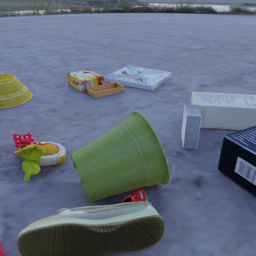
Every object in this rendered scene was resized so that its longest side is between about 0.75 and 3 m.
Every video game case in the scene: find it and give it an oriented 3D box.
[{"bbox_3d":[0.608,-2.854,15.617,2.868,0.316,2.614,15,32,25],"label":"video game case"}]

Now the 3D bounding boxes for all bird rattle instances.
[{"bbox_3d":[-2.696,0.797,8.533,1.557,1.076,1.909,1,12,-22],"label":"bird rattle"}]

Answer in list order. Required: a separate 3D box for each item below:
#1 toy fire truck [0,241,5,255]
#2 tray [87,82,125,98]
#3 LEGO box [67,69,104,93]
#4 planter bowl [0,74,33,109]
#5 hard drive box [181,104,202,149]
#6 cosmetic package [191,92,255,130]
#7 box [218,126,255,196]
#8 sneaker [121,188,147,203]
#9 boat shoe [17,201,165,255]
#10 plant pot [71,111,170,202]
[{"bbox_3d":[-2.851,3.046,4.277,1.893,0.654,2.684,-10,30,-18],"label":"toy fire truck"},{"bbox_3d":[-1.097,-1.879,13.834,1.687,0.312,0.832,-16,32,-29],"label":"tray"},{"bbox_3d":[-2.194,-2.460,14.543,1.237,0.641,1.661,-21,34,-33],"label":"LEGO box"},{"bbox_3d":[-5.817,-1.852,12.992,2.545,1.060,2.545,0,28,0],"label":"planter bowl"},{"bbox_3d":[2.115,-0.058,9.452,0.472,1.228,0.957,3,29,5],"label":"hard drive box"},{"bbox_3d":[3.834,-0.653,10.815,2.747,0.976,1.445,5,29,9],"label":"cosmetic package"},{"bbox_3d":[3.944,0.897,7.644,1.974,1.244,2.008,-15,32,-25],"label":"box"},{"bbox_3d":[0.110,1.799,6.751,0.464,0.512,1.205,15,32,26],"label":"sneaker"},{"bbox_3d":[-0.723,2.060,5.809,2.896,1.056,0.911,-6,19,-14],"label":"boat shoe"},{"bbox_3d":[-0.318,0.897,7.214,2.001,2.107,2.107,-23,34,-15],"label":"plant pot"}]
